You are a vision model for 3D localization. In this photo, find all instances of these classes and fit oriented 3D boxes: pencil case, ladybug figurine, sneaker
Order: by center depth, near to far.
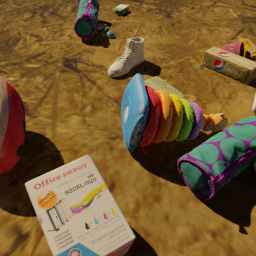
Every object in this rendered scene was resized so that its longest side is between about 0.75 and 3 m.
[{"bbox_3d":[2.426,0.615,6.574,2.575,1.096,1.190,-26,20,-25],"label":"pencil case"},{"bbox_3d":[-3.223,-0.026,6.903,1.056,1.993,2.936,15,47,-38],"label":"ladybug figurine"},{"bbox_3d":[-0.074,-2.697,10.278,0.691,1.084,1.875,29,51,26],"label":"sneaker"},{"bbox_3d":[-1.863,-5.117,12.882,1.073,1.165,2.521,6,43,-10],"label":"pencil case"}]

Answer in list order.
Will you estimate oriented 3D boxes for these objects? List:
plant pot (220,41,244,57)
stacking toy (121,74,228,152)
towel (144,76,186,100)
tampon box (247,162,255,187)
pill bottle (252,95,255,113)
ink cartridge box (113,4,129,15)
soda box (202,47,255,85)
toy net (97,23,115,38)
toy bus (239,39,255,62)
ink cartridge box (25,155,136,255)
[{"bbox_3d":[3.960,-2.863,10.709,0.774,0.864,0.864,9,41,32],"label":"plant pot"},{"bbox_3d":[1.357,-0.225,7.486,2.946,1.710,1.617,6,42,-14],"label":"stacking toy"},{"bbox_3d":[0.994,-1.166,9.162,1.188,0.292,1.602,-23,47,-24],"label":"towel"},{"bbox_3d":[3.591,0.898,6.354,1.313,0.984,0.829,-23,47,-23],"label":"tampon box"},{"bbox_3d":[5.192,-0.837,7.772,2.906,1.647,1.647,17,45,18],"label":"pill bottle"},{"bbox_3d":[-0.383,-6.218,14.761,0.488,0.279,0.940,20,46,21],"label":"ink cartridge box"},{"bbox_3d":[3.709,-2.299,10.180,0.644,0.609,1.901,-33,51,-31],"label":"soda box"},{"bbox_3d":[-1.141,-4.445,12.843,0.713,0.263,1.360,-21,44,-18],"label":"toy net"},{"bbox_3d":[4.768,-3.008,11.071,0.572,0.475,1.460,-3,42,-5],"label":"toy bus"},{"bbox_3d":[-0.881,1.644,5.047,1.260,1.238,1.712,-23,62,-21],"label":"ink cartridge box"}]
